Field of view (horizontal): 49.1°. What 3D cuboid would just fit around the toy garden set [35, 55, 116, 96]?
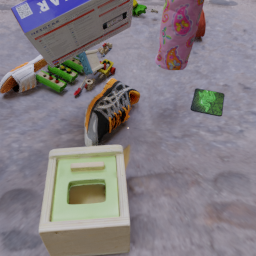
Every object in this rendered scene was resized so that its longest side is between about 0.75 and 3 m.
[{"bbox_3d":[-1.742,-2.095,9.968,1.969,0.471,2.362,28,51,11],"label":"toy garden set"}]

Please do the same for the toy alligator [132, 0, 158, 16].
[{"bbox_3d":[0.410,-5.920,14.020,2.392,0.709,0.649,33,95,28],"label":"toy alligator"}]

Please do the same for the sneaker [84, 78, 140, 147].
[{"bbox_3d":[-0.464,-0.492,8.200,1.086,1.101,2.813,18,47,8],"label":"sneaker"}]

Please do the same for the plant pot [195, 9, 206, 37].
[{"bbox_3d":[2.550,-4.533,12.208,1.293,1.329,1.329,-11,45,1],"label":"plant pot"}]

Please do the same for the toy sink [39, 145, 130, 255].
[{"bbox_3d":[-0.855,1.278,6.125,1.636,1.406,2.510,-3,45,-3],"label":"toy sink"}]

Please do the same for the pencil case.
[{"bbox_3d":[1.233,-2.499,6.906,0.951,2.175,0.951,1,46,-2],"label":"pencil case"}]

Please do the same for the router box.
[{"bbox_3d":[-1.047,-2.462,6.330,2.421,2.172,0.591,-29,87,-5],"label":"router box"}]

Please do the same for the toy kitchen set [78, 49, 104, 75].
[{"bbox_3d":[-2.035,-2.573,10.067,1.163,1.581,1.974,-29,17,-31],"label":"toy kitchen set"}]

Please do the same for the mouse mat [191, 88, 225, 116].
[{"bbox_3d":[2.654,-0.878,9.294,1.008,0.047,1.253,12,45,12],"label":"mouse mat"}]

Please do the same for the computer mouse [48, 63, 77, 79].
[{"bbox_3d":[-2.553,-2.387,10.620,1.523,0.401,1.054,34,53,16],"label":"computer mouse"}]

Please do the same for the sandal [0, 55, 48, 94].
[{"bbox_3d":[-3.278,-1.830,9.613,0.689,0.921,2.404,47,65,1],"label":"sandal"}]

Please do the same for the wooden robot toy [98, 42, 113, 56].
[{"bbox_3d":[-1.029,-3.290,11.514,0.432,0.419,0.952,9,44,25],"label":"wooden robot toy"}]
